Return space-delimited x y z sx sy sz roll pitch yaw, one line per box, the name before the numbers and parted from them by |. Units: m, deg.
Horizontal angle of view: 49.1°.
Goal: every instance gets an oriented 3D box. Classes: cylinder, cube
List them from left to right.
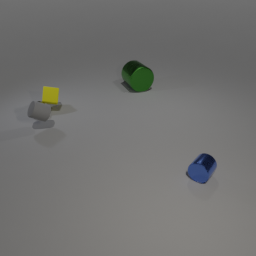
cylinder | -3.590 -0.679 11.335 0.700 0.700 0.700 18 15 -38
cube | -3.606 -1.502 13.055 0.700 0.700 0.700 5 -3 -15
cylinder | 0.519 -2.879 15.476 1.400 1.400 1.400 -11 31 -19
cylinder | 2.354 1.261 8.867 0.700 0.700 0.700 20 35 31

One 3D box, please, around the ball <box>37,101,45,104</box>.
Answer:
ball | -4.012 -0.865 12.634 0.700 0.700 0.700 0 29 0
